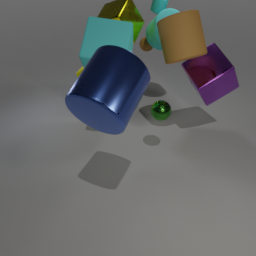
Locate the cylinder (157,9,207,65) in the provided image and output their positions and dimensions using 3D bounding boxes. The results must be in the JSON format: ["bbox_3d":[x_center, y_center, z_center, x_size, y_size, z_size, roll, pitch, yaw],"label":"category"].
[{"bbox_3d":[1.771,-2.951,9.221,1.400,1.400,1.400,-14,8,2],"label":"cylinder"}]

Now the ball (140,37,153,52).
[{"bbox_3d":[0.906,-4.052,13.513,0.700,0.700,0.700,0,31,0],"label":"ball"}]

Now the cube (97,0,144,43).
[{"bbox_3d":[-0.368,-4.535,12.114,1.400,1.400,1.400,0,56,37],"label":"cube"}]

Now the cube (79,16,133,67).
[{"bbox_3d":[-0.636,-2.491,9.010,1.400,1.400,1.400,10,-13,4],"label":"cube"}]

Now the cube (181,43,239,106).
[{"bbox_3d":[3.070,-1.963,10.434,1.400,1.400,1.400,-32,57,14],"label":"cube"}]

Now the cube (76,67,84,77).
[{"bbox_3d":[-0.890,-2.098,10.892,1.400,1.400,1.400,-27,21,23],"label":"cube"}]

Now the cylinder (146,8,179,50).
[{"bbox_3d":[1.628,-4.241,12.168,1.400,1.400,1.400,-8,4,-13],"label":"cylinder"}]

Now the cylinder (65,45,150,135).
[{"bbox_3d":[-0.417,-0.800,6.071,1.400,1.400,1.400,16,65,25],"label":"cylinder"}]

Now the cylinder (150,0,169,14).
[{"bbox_3d":[1.449,-5.691,12.829,0.700,0.700,0.700,8,46,-9],"label":"cylinder"}]

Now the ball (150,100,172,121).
[{"bbox_3d":[1.102,-0.581,9.358,0.700,0.700,0.700,0,31,0],"label":"ball"}]
